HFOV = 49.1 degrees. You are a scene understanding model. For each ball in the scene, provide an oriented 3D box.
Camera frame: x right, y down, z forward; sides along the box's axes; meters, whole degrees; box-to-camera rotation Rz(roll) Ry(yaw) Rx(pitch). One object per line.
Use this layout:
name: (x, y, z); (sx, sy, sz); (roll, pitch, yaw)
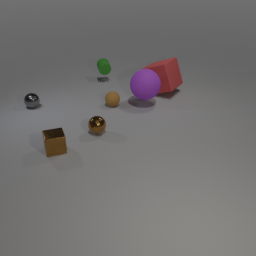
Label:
ball: (0.789, -1.984, 12.794); (1.400, 1.400, 1.400); (0, 29, 0)
ball: (-4.424, -1.263, 12.896); (0.700, 0.700, 0.700); (0, 29, 0)
ball: (-1.188, -0.121, 10.760); (0.700, 0.700, 0.700); (0, 29, 0)
ball: (-0.723, -1.358, 13.032); (0.700, 0.700, 0.700); (0, 29, 0)

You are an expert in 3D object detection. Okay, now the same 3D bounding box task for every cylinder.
cylinder: (-1.343, -3.438, 15.661); (0.700, 0.700, 0.700); (-7, 41, -13)

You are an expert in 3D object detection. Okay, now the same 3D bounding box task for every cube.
cube: (1.753, -2.633, 14.250); (1.400, 1.400, 1.400); (-5, 22, 37)
cube: (-2.557, 0.487, 9.757); (0.700, 0.700, 0.700); (-10, 31, -19)
